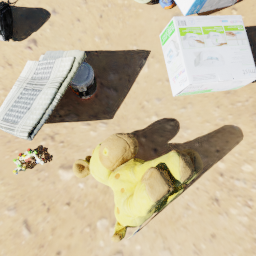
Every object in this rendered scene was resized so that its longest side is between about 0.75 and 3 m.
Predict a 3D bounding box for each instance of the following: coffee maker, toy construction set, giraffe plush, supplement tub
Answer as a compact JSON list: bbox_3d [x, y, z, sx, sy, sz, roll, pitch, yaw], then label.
[{"bbox_3d":[-4.416,-3.404,8.388,1.583,1.521,1.066,5,59,-1],"label":"coffee maker"},{"bbox_3d":[-2.790,0.911,7.787,0.875,0.403,0.573,-20,52,-13],"label":"toy construction set"},{"bbox_3d":[0.046,1.091,7.075,2.326,2.475,2.869,48,115,21],"label":"giraffe plush"},{"bbox_3d":[-1.284,-1.303,7.958,0.749,1.222,0.749,0,75,0],"label":"supplement tub"}]

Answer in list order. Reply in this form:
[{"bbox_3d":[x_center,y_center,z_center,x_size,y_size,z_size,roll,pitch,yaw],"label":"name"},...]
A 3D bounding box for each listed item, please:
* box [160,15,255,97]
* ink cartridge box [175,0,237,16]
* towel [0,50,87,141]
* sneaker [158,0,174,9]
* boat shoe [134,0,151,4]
[{"bbox_3d":[1.919,-1.731,6.711,1.875,0.907,1.654,-9,82,-18],"label":"box"},{"bbox_3d":[2.637,-4.627,8.821,2.697,0.900,1.562,-21,75,-23],"label":"ink cartridge box"},{"bbox_3d":[-2.504,-1.035,7.519,2.585,0.464,2.685,12,68,48],"label":"towel"},{"bbox_3d":[1.078,-4.674,9.201,0.568,0.592,1.509,-31,77,-9],"label":"sneaker"},{"bbox_3d":[-0.009,-5.200,9.106,0.971,0.859,2.652,-36,71,14],"label":"boat shoe"}]
